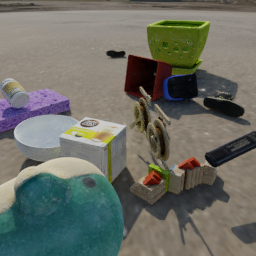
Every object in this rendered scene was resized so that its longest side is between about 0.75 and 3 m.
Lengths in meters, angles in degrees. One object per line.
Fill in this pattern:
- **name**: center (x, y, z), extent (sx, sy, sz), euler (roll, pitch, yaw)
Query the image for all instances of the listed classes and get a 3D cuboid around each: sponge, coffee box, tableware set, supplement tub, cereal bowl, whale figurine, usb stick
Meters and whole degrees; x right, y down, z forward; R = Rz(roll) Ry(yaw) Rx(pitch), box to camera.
- **sponge**: center (-3.417, -0.607, 8.903), extent (2.791, 0.416, 1.557), euler (-24, 37, -38)
- **coffee box**: center (-0.707, 0.506, 6.041), extent (1.059, 1.060, 1.048), euler (12, 30, 22)
- **tableware set**: center (0.407, 0.013, 6.225), extent (0.396, 1.307, 1.978), euler (-11, 31, -11)
- **supplement tub**: center (-3.415, -1.048, 8.412), extent (0.595, 0.595, 0.822), euler (-26, 61, -40)
- **cereal bowl**: center (-1.883, 0.313, 6.778), extent (1.616, 0.673, 1.616), euler (5, 28, -2)
- **whale figurine**: center (-1.214, 1.456, 3.233), extent (2.832, 2.253, 1.469), euler (-9, 47, -49)
- **usb stick**: center (2.063, 0.391, 5.377), extent (1.306, 0.213, 0.362), euler (-21, 47, -19)

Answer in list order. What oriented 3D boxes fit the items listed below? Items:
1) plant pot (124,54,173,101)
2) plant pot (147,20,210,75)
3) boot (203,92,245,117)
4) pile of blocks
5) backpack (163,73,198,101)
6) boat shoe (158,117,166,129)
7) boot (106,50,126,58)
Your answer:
- **plant pot**: center (0.866, -1.922, 10.521), extent (1.440, 1.441, 1.270), euler (24, 26, 38)
- **plant pot**: center (2.313, -3.716, 12.959), extent (2.412, 2.189, 2.400), euler (12, 30, 21)
- **boot**: center (3.332, -0.832, 9.254), extent (1.379, 0.498, 1.041), euler (24, 33, 37)
- **pile of blocks**: center (1.005, 0.883, 5.801), extent (2.000, 0.621, 0.821), euler (-11, 30, -21)
- **backpack**: center (1.787, -1.389, 9.939), extent (1.118, 0.908, 0.938), euler (-9, 1, -15)
- **boat shoe**: center (0.893, -0.021, 7.826), extent (0.358, 0.357, 0.993), euler (4, 28, 8)
- **boot**: center (-0.711, -4.215, 16.001), extent (1.109, 0.408, 0.418), euler (-2, 7, -10)
